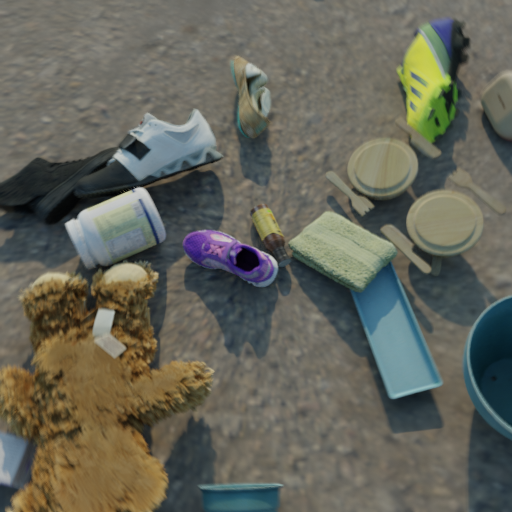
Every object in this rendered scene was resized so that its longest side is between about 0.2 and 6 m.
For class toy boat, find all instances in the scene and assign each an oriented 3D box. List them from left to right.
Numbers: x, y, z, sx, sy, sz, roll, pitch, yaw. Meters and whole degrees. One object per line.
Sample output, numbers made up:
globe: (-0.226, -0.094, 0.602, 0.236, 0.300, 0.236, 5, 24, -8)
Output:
toy boat: (5.201, -2.930, 11.199, 0.906, 0.905, 1.386, 6, 57, -31)

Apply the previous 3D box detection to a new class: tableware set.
tableware set: (2.830, -1.019, 10.209, 1.884, 0.571, 2.849, -37, 62, -4)

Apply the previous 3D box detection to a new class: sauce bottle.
sauce bottle: (0.270, -0.357, 9.977, 0.392, 0.392, 1.211, -20, 66, -10)

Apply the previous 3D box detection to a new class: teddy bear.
teddy bear: (-2.359, 1.916, 8.319, 3.164, 1.457, 4.365, -19, 58, -23)

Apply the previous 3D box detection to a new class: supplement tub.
supplement tub: (-2.400, -0.451, 9.633, 1.437, 1.042, 1.042, -25, 65, -13)

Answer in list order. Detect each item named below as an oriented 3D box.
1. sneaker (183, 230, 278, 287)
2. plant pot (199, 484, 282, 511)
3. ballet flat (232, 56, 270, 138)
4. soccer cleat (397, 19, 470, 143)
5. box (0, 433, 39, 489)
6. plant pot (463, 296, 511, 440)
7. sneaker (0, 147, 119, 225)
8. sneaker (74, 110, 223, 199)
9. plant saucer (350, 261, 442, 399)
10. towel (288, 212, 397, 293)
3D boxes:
sneaker: (-0.477, -0.029, 9.510, 1.716, 0.759, 0.690, 20, 85, 12)
plant pot: (-0.200, 3.658, 7.458, 1.140, 1.140, 1.117, -1, 69, 0)
ballet flat: (-0.040, -3.305, 11.316, 0.671, 0.724, 2.054, -22, 63, 28)
soccer cleat: (3.480, -3.529, 11.510, 1.329, 1.027, 3.177, 3, 62, 36)
box: (-4.823, 2.692, 8.183, 3.215, 0.622, 0.666, 10, 62, 5)
plant pot: (3.988, 1.810, 8.155, 2.163, 1.457, 2.163, -1, 62, 3)
sneaker: (-3.678, -1.487, 10.376, 1.247, 0.718, 2.391, 41, 72, 14)
sneaker: (-2.085, -1.880, 10.203, 2.760, 1.023, 1.221, -24, 99, -20)
plant saucer: (2.176, 1.105, 9.216, 0.855, 0.232, 2.447, -15, 60, -3)
towel: (1.479, -0.114, 9.709, 1.623, 0.296, 1.204, 34, 64, 30)
